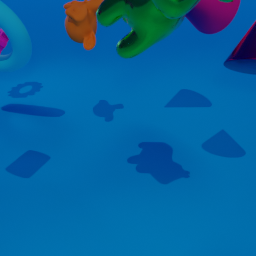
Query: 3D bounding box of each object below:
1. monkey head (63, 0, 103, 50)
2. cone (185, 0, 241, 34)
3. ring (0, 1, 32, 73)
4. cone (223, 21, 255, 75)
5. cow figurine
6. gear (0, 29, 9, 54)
[{"bbox_3d":[-0.868,-2.280,5.962,0.988,0.827,1.373,-19,47,-2],"label":"monkey head"},{"bbox_3d":[1.356,-2.758,5.970,1.437,1.431,1.431,-13,32,-34],"label":"cone"},{"bbox_3d":[-3.145,-2.059,6.151,2.092,2.092,0.418,7,55,12],"label":"ring"},{"bbox_3d":[2.150,-1.468,4.444,1.042,1.046,1.042,10,2,0],"label":"cone"},{"bbox_3d":[0.425,-1.427,3.041,1.562,0.872,1.588,-27,10,32],"label":"cow figurine"},{"bbox_3d":[-3.785,-2.462,8.169,0.237,1.283,1.283,33,12,-35],"label":"gear"}]
